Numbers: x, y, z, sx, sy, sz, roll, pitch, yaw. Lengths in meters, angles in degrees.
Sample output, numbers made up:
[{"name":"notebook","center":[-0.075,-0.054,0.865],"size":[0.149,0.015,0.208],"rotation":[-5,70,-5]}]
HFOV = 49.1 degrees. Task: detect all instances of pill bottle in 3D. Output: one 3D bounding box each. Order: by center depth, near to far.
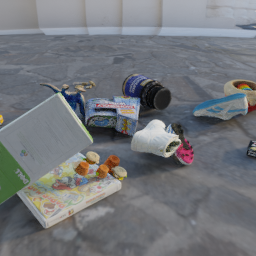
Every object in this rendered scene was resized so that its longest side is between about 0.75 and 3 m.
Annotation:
[{"name":"pill bottle","center":[0.866,-1.644,12.984],"size":[1.335,1.335,2.387],"rotation":[-16,29,-30]}]

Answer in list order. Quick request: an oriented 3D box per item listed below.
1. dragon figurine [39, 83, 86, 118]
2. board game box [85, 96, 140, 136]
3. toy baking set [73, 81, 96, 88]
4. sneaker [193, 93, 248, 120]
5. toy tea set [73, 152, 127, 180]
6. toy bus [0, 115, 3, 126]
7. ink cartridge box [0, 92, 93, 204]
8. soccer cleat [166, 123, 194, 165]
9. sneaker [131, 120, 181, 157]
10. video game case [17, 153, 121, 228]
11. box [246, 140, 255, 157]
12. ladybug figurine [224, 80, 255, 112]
[{"name":"dragon figurine","center":[-2.479,-1.126,11.654],"size":[2.431,1.209,0.716],"rotation":[9,14,-28]},{"name":"board game box","center":[-0.480,-0.560,11.144],"size":[2.365,0.729,2.364],"rotation":[3,26,-12]},{"name":"toy baking set","center":[-2.579,-2.563,16.288],"size":[1.176,0.178,1.532],"rotation":[-9,27,-19]},{"name":"sneaker","center":[3.853,-0.755,11.776],"size":[2.223,0.898,0.851],"rotation":[-12,22,23]},{"name":"toy tea set","center":[-0.807,1.148,7.798],"size":[1.501,0.556,0.893],"rotation":[12,32,-25]},{"name":"toy bus","center":[-5.247,-0.186,11.055],"size":[0.289,0.347,0.887],"rotation":[0,25,-1]},{"name":"ink cartridge box","center":[-2.483,0.491,6.998],"size":[2.859,1.484,0.848],"rotation":[-34,15,-6]},{"name":"soccer cleat","center":[1.648,0.612,9.222],"size":[0.600,0.741,1.717],"rotation":[13,42,-24]},{"name":"sneaker","center":[1.123,0.373,9.095],"size":[1.304,0.831,2.256],"rotation":[13,22,22]},{"name":"video game case","center":[-1.796,1.455,7.651],"size":[2.220,0.279,2.440],"rotation":[-20,33,-36]},{"name":"box","center":[4.465,0.755,9.200],"size":[0.981,0.226,0.780],"rotation":[14,29,27]},{"name":"ladybug figurine","center":[5.428,-1.494,13.064],"size":[1.861,0.986,2.742],"rotation":[4,26,9]}]
